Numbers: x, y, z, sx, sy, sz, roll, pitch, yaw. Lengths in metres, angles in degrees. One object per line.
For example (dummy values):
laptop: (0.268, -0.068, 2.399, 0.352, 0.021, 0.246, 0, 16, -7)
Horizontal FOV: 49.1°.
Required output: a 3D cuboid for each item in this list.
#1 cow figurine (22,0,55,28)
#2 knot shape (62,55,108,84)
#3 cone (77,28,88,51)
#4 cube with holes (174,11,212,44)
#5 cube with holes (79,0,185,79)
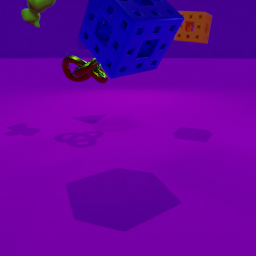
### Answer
cow figurine: (-3.051, -4.167, 9.608, 1.364, 0.749, 1.342, -23, -25, -3)
knot shape: (-1.160, -1.707, 8.364, 1.430, 0.661, 1.338, 5, -2, 43)
cone: (-1.063, -3.407, 10.911, 1.279, 1.279, 1.283, 14, 0, 40)
cube with holes: (2.083, -3.196, 8.935, 0.864, 0.864, 0.864, 14, 19, 26)
cube with holes: (0.015, -1.941, 5.460, 1.255, 1.255, 1.255, -20, 63, -37)
